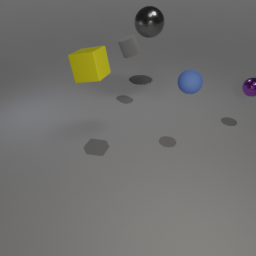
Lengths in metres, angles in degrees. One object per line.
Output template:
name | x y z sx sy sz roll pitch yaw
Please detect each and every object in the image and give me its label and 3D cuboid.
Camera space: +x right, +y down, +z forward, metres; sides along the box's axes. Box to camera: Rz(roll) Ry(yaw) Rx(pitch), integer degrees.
ball | 1.762 -1.309 7.942 0.700 0.700 0.700 0 31 0
cube | -0.933 -1.566 6.897 0.700 0.700 0.700 -1 27 22
cylinder | 0.043 -3.274 11.262 0.700 0.700 0.700 -19 28 11
ball | 4.578 -1.500 10.310 0.700 0.700 0.700 0 31 0
ball | 1.000 -4.943 13.089 1.400 1.400 1.400 0 31 0
